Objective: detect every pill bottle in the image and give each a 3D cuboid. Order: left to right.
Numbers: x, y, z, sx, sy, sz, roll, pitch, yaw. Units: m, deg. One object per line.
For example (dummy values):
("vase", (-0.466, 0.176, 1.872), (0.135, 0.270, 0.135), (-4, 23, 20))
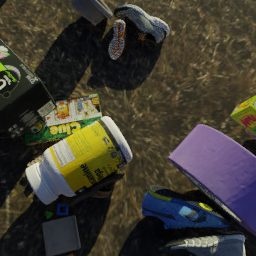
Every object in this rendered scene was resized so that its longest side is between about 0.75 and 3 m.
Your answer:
("pill bottle", (-1.410, 0.975, 8.172), (2.791, 1.569, 1.569), (-31, 74, -9))

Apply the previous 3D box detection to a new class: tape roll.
("tape roll", (2.517, 1.306, 7.268), (2.903, 2.903, 1.234), (42, 89, 13))

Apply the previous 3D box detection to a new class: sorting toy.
("sorting toy", (-1.927, 3.140, 8.152), (1.024, 0.248, 1.818), (-14, 72, 0))

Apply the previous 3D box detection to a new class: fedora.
("fedora", (-1.445, -4.511, 10.240), (0.882, 1.727, 1.953), (-40, 74, 18))

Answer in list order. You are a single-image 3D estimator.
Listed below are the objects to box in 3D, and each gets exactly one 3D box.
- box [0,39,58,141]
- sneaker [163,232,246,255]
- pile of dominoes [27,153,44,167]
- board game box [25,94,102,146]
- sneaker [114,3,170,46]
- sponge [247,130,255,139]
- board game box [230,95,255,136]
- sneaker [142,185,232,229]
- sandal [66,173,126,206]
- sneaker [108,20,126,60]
("box", (-3.791, -1.204, 8.747), (1.819, 1.522, 2.449), (-41, 66, -14))
("sneaker", (2.187, 3.662, 7.656), (2.325, 0.872, 1.343), (-6, 73, -3))
("pile of dominoes", (-2.552, 1.191, 8.905), (1.030, 0.164, 0.803), (-36, 74, -20))
("board game box", (-2.142, -0.286, 9.293), (2.542, 0.298, 1.332), (-11, 73, -4))
("sneaker", (0.408, -3.763, 10.206), (2.221, 0.821, 0.881), (30, 78, 9))
("sponge", (4.307, 0.202, 9.086), (0.857, 0.128, 0.478), (43, 68, 0))
("board game box", (4.282, -0.045, 8.529), (2.023, 1.028, 0.482), (38, 71, -1))
("sneaker", (1.646, 2.520, 8.145), (2.570, 0.847, 1.008), (18, 97, 0))
("sandal", (-0.894, 1.893, 8.329), (1.900, 0.776, 0.519), (-28, 90, -11))
("sneaker", (-0.330, -3.147, 10.156), (0.545, 0.538, 1.393), (14, 90, 7))
